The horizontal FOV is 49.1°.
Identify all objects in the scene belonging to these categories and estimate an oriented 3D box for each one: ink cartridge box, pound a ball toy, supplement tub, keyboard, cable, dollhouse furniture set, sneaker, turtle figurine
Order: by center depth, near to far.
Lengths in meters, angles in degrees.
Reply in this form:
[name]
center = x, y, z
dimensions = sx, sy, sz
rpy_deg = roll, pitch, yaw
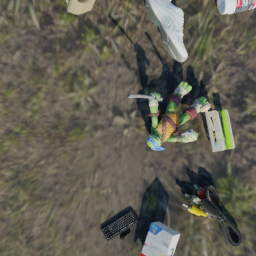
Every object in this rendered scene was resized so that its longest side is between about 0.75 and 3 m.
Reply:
[turtle figurine]
center = 1.374, -0.431, 7.756
dimensions = 1.565, 2.175, 2.109
rpy_deg = 25, 58, 33
[ink cartridge box]
center = 0.854, 3.411, 7.841
dimensions = 0.760, 0.440, 1.308
rpy_deg = 20, 92, 37
[keyboard]
center = -0.204, 2.937, 8.258
dimensions = 1.075, 0.138, 0.646
rpy_deg = -32, 85, -2
[pound a ball toy]
center = 2.522, -0.010, 8.268
dimensions = 0.911, 0.593, 1.397
rpy_deg = -6, 83, -36
[cable]
center = 2.597, 2.510, 8.273
dimensions = 2.095, 0.527, 1.018
rpy_deg = 44, 68, -8
[sneaker]
center = 1.374, -3.148, 8.581
dimensions = 0.925, 0.812, 2.307
rpy_deg = -24, 84, -5
[supplement tub]
center = 3.405, -3.986, 8.689
dimensions = 1.067, 0.748, 0.748
rpy_deg = -14, 84, -1
[dollhouse furniture set]
center = -1.156, -5.156, 8.810
dimensions = 2.215, 1.393, 2.505
rpy_deg = -17, 83, -27
